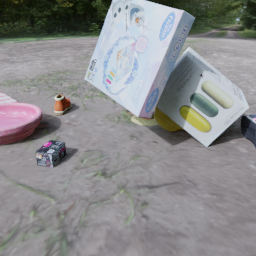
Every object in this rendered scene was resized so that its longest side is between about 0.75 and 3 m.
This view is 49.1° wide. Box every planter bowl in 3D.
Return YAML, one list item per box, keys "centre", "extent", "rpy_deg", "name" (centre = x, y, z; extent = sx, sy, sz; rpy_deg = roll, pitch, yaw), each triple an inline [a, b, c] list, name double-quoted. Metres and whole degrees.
- centre: [1.534, -0.430, 10.406]
  extent: [1.795, 0.747, 1.795]
  rpy_deg: [30, 29, -19]
  name: "planter bowl"

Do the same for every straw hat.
- centre: [0.768, -0.597, 11.422]
  extent: [1.350, 0.571, 1.350]
  rpy_deg: [0, 24, 0]
  name: "straw hat"

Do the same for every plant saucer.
- centre: [-4.600, -0.155, 10.164]
  extent: [2.937, 0.744, 2.937]
  rpy_deg: [0, 22, 0]
  name: "plant saucer"

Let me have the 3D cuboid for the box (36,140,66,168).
- centre: [-2.276, 0.763, 8.358]
  extent: [0.548, 0.476, 0.829]
  rpy_deg: [8, 26, 14]
  name: "box"

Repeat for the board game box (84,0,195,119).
- centre: [0.127, -2.123, 7.936]
  extent: [0.607, 2.799, 2.785]
  rpy_deg: [6, 24, -44]
  name: "board game box"

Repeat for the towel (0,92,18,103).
- centre: [-6.271, -1.163, 13.127]
  extent: [1.645, 0.336, 2.248]
  rpy_deg: [-20, 33, -39]
  name: "towel"

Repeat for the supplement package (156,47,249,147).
- centre: [2.369, -1.108, 9.543]
  extent: [2.509, 1.904, 1.890]
  rpy_deg: [38, 27, -3]
  name: "supplement package"

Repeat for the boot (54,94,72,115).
- centre: [-2.898, -1.192, 12.510]
  extent: [0.580, 0.829, 1.546]
  rpy_deg: [-1, 22, 2]
  name: "boot"

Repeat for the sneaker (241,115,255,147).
- centre: [4.620, 0.198, 9.031]
  extent: [1.144, 0.978, 2.788]
  rpy_deg: [-2, 24, 3]
  name: "sneaker"
